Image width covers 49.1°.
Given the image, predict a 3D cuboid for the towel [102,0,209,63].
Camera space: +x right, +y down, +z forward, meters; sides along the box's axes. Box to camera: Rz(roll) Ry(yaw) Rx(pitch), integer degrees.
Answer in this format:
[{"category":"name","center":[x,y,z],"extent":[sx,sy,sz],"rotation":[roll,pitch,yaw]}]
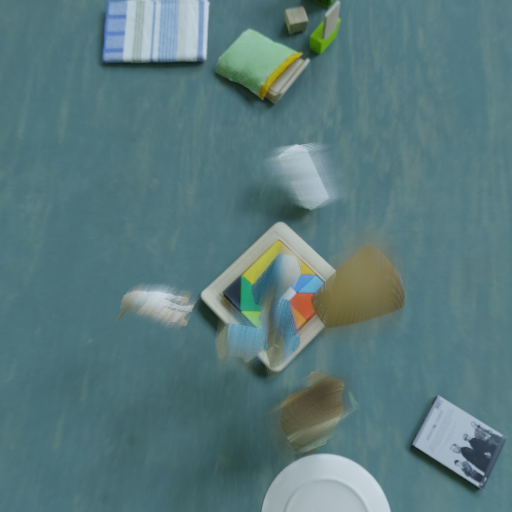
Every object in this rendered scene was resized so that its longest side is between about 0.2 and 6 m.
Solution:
[{"category":"towel","center":[-2.225,-5.036,12.535],"extent":[2.347,0.279,1.723],"rotation":[-2,72,1]}]

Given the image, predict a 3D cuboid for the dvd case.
[{"category":"dvd case","center":[3.470,3.179,9.592],"extent":[1.326,0.164,0.997],"rotation":[31,73,11]}]

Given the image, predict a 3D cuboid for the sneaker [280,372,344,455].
[{"category":"sneaker","center":[0.846,2.625,8.609],"extent":[0.802,2.393,1.074],"rotation":[16,98,15]}]

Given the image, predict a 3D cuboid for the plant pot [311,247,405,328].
[{"category":"plant pot","center":[1.352,0.549,7.846],"extent":[1.068,0.996,0.996],"rotation":[-28,72,-13]}]

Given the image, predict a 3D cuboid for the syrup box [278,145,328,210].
[{"category":"syrup box","center":[0.913,-1.509,10.769],"extent":[0.469,1.151,0.453],"rotation":[-34,29,-5]}]

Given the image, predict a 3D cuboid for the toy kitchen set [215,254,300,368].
[{"category":"toy kitchen set","center":[0.028,0.716,8.197],"extent":[1.221,0.898,1.524],"rotation":[15,42,-30]}]

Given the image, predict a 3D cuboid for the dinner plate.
[{"category":"dinner plate","center":[1.153,4.379,9.125],"extent":[2.166,0.263,2.166],"rotation":[-1,70,1]}]

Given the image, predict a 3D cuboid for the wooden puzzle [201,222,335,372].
[{"category":"wooden puzzle","center":[0.416,0.682,10.368],"extent":[2.229,0.415,2.062],"rotation":[-42,75,-14]}]

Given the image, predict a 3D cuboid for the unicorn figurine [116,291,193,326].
[{"category":"unicorn figurine","center":[-1.536,0.763,8.548],"extent":[0.991,1.443,0.533],"rotation":[13,75,-14]}]

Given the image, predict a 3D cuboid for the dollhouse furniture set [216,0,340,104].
[{"category":"dollhouse furniture set","center":[0.695,-5.022,11.971],"extent":[1.691,1.306,3.384],"rotation":[34,73,12]}]
